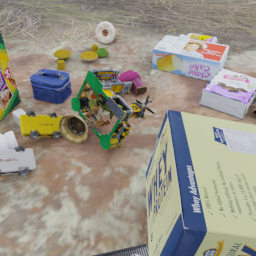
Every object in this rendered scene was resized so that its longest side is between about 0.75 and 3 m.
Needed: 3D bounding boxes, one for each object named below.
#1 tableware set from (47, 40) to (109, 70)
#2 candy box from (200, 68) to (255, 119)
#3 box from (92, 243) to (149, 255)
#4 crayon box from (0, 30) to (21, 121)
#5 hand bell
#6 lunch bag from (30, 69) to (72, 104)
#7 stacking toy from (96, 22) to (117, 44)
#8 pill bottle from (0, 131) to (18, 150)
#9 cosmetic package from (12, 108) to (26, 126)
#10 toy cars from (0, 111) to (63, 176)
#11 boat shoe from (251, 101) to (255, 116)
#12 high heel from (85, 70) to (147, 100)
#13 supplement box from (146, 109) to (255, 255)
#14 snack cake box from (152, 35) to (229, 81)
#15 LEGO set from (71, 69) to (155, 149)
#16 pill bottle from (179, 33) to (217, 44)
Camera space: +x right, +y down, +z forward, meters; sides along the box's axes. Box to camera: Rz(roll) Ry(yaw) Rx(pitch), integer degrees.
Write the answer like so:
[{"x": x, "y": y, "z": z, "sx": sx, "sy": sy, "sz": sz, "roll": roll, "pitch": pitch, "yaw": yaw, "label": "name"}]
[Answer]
[{"x": -2.131, "y": -3.150, "z": 12.267, "sx": 1.665, "sy": 0.379, "sz": 2.472, "roll": 34, "pitch": 49, "yaw": 30, "label": "tableware set"}, {"x": 3.573, "y": -1.253, "z": 9.701, "sx": 1.515, "sy": 0.646, "sz": 1.807, "roll": 23, "pitch": 45, "yaw": 25, "label": "candy box"}, {"x": -0.416, "y": 3.384, "z": 4.130, "sx": 2.287, "sy": 0.632, "sz": 2.855, "roll": -8, "pitch": 40, "yaw": -10, "label": "box"}, {"x": -4.339, "y": -1.301, "z": 8.259, "sx": 0.744, "sy": 2.554, "sz": 2.203, "roll": 9, "pitch": 41, "yaw": 12, "label": "crayon box"}, {"x": -1.276, "y": -0.326, "z": 8.680, "sx": 0.916, "sy": 0.916, "sz": 1.760, "roll": 13, "pitch": 29, "yaw": 15, "label": "hand bell"}, {"x": -2.653, "y": -1.519, "z": 9.801, "sx": 1.408, "sy": 0.931, "sz": 0.956, "roll": 11, "pitch": 41, "yaw": 14, "label": "lunch bag"}, {"x": -0.872, "y": -4.730, "z": 13.895, "sx": 1.027, "sy": 1.027, "sz": 1.405, "roll": 15, "pitch": 24, "yaw": 17, "label": "stacking toy"}, {"x": -3.675, "y": 0.561, "z": 7.420, "sx": 1.390, "sy": 0.772, "sz": 0.772, "roll": -20, "pitch": 44, "yaw": -23, "label": "pill bottle"}, {"x": -3.160, "y": -0.202, "z": 8.607, "sx": 0.324, "sy": 0.445, "sz": 0.875, "roll": -34, "pitch": 49, "yaw": -32, "label": "cosmetic package"}, {"x": -2.810, "y": 0.447, "z": 7.577, "sx": 1.283, "sy": 0.634, "sz": 2.863, "roll": 46, "pitch": 43, "yaw": -13, "label": "toy cars"}, {"x": 4.859, "y": -0.290, "z": 8.562, "sx": 2.125, "sy": 0.768, "sz": 0.769, "roll": 20, "pitch": 48, "yaw": 37, "label": "boat shoe"}, {"x": -0.557, "y": -1.519, "z": 9.885, "sx": 2.422, "sy": 0.817, "sz": 1.164, "roll": -9, "pitch": 48, "yaw": -33, "label": "high heel"}, {"x": 1.894, "y": 1.358, "z": 5.121, "sx": 2.784, "sy": 1.871, "sz": 2.787, "roll": 10, "pitch": 36, "yaw": -5, "label": "supplement box"}, {"x": 2.537, "y": -2.895, "z": 11.462, "sx": 2.721, "sy": 0.914, "sz": 1.565, "roll": 17, "pitch": 43, "yaw": 20, "label": "snack cake box"}, {"x": -0.393, "y": -0.609, "z": 8.007, "sx": 1.357, "sy": 1.801, "sz": 2.343, "roll": -13, "pitch": 46, "yaw": -46, "label": "LEGO set"}, {"x": 3.094, "y": -3.766, "z": 12.576, "sx": 1.619, "sy": 0.844, "sz": 0.844, "roll": 17, "pitch": 43, "yaw": 20, "label": "pill bottle"}]
